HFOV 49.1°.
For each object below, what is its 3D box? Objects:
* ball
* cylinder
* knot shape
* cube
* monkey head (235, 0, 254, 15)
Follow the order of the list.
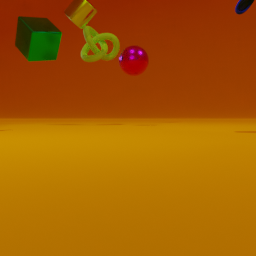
[{"bbox_3d":[0.203,-2.322,9.691,1.030,1.030,1.030,0,2,0],"label":"ball"},{"bbox_3d":[-1.614,-3.996,9.599,0.827,0.827,0.827,-43,-10,14],"label":"cylinder"},{"bbox_3d":[-1.208,-3.111,10.828,1.596,1.493,0.737,32,-25,-9],"label":"knot shape"},{"bbox_3d":[-3.286,-3.247,10.237,1.158,1.158,1.158,-16,52,-42],"label":"cube"},{"bbox_3d":[2.041,-2.444,4.284,0.923,1.282,0.773,1,7,-19],"label":"monkey head"}]
